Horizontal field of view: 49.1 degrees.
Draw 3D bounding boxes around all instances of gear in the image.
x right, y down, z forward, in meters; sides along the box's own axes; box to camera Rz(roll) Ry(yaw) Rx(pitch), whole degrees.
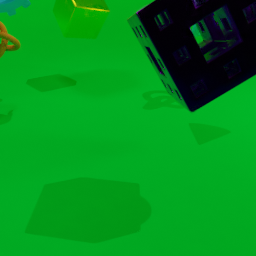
[{"bbox_3d":[-2.259,-2.586,4.981,1.389,1.389,0.257,-24,76,-36],"label":"gear"}]

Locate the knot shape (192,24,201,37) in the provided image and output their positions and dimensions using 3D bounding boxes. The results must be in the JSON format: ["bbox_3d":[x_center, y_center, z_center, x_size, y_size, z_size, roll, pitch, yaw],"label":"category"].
[{"bbox_3d":[2.317,-2.921,7.460,1.528,0.755,1.633,-29,28,-32],"label":"knot shape"}]

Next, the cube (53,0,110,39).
[{"bbox_3d":[-1.530,-3.755,9.004,1.219,1.219,1.219,-10,65,-36],"label":"cube"}]

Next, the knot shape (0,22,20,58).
[{"bbox_3d":[-3.646,-2.369,7.795,1.078,1.008,0.498,35,26,-22],"label":"knot shape"}]

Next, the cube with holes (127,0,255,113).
[{"bbox_3d":[0.831,-1.107,3.334,1.178,1.178,1.178,-31,18,5],"label":"cube with holes"}]
